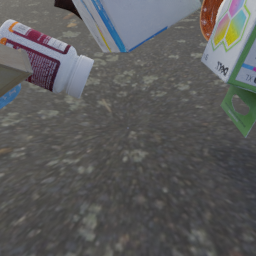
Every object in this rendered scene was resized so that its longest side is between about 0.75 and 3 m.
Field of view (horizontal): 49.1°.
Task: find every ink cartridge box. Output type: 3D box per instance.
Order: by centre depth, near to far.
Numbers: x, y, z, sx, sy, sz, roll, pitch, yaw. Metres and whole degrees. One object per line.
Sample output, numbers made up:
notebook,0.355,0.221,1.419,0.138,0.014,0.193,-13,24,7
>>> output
ink cartridge box,1.701,-1.238,3.941,0.714,2.409,1.251,14,26,-9
ink cartridge box,-0.028,-2.617,5.631,1.648,1.619,2.239,-34,21,-7

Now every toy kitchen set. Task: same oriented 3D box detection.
toy kitchen set,-1.420,-0.768,2.802,1.012,1.122,0.915,-27,-15,24

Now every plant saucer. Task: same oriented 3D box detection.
plant saucer,2.976,-3.306,7.501,0.383,2.372,2.372,8,29,-35

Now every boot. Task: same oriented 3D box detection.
boot,-1.017,-4.667,9.073,2.250,2.705,0.979,20,38,-19

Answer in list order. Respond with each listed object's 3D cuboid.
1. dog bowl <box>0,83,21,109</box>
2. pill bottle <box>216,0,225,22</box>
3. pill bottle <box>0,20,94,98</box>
dog bowl,-3.000,-0.467,4.697,1.509,0.671,2.708,20,50,32
pill bottle,3.090,-2.064,4.977,1.585,1.585,2.776,-19,12,-23
pill bottle,-1.194,-0.952,4.052,1.280,0.731,0.731,22,36,-11
